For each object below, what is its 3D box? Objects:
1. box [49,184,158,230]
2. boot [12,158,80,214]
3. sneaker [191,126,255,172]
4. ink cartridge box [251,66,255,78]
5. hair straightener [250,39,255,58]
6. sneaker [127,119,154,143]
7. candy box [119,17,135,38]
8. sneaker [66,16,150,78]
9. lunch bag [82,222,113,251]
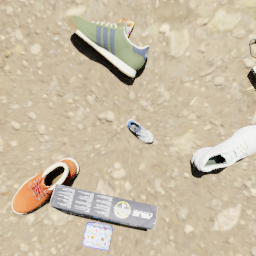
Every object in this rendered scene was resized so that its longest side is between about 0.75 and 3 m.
[{"bbox_3d":[-0.707,2.503,8.634,2.940,2.370,0.722,12,67,0],"label":"box"},{"bbox_3d":[-2.876,1.931,9.195,2.654,1.423,0.996,-39,88,-1],"label":"boot"},{"bbox_3d":[3.432,0.788,9.167,2.665,1.068,0.937,-28,95,6],"label":"sneaker"},{"bbox_3d":[5.109,-1.749,9.743,0.987,0.570,1.361,-30,87,17],"label":"ink cartridge box"},{"bbox_3d":[5.196,-2.512,10.010,2.022,0.414,0.778,35,86,2],"label":"hair straightener"},{"bbox_3d":[0.419,0.139,9.774,1.158,0.493,0.446,36,87,2],"label":"sneaker"},{"bbox_3d":[-0.167,-3.518,10.176,0.505,0.244,0.866,24,85,2],"label":"candy box"},{"bbox_3d":[-0.567,-3.144,9.633,2.974,0.997,1.335,39,104,-4],"label":"sneaker"},{"bbox_3d":[-1.040,3.636,9.484,0.906,0.561,0.770,11,85,-8],"label":"lunch bag"}]
